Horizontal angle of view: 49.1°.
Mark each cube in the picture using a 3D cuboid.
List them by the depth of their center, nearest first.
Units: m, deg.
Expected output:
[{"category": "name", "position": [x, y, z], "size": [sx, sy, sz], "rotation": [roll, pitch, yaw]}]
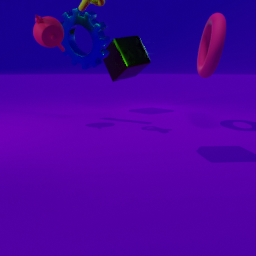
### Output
[{"category": "cube", "position": [-0.107, -2.907, 11.742], "size": [1.311, 1.311, 1.311], "rotation": [-20, -7, -34]}]

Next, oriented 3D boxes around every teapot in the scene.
[{"category": "teapot", "position": [-2.351, -2.849, 8.365], "size": [0.908, 1.461, 0.715], "rotation": [-41, 50, -2]}]

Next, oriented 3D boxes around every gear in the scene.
[{"category": "gear", "position": [-1.482, -2.907, 9.229], "size": [1.898, 1.898, 0.351], "rotation": [7, 31, 30]}]

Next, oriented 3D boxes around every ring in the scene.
[{"category": "ring", "position": [2.520, -2.487, 8.551], "size": [0.383, 1.916, 1.916], "rotation": [9, 12, 1]}]

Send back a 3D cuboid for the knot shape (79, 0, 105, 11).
[{"category": "knot shape", "position": [-1.071, -3.602, 7.514], "size": [0.501, 1.085, 1.015], "rotation": [-19, -15, -35]}]
